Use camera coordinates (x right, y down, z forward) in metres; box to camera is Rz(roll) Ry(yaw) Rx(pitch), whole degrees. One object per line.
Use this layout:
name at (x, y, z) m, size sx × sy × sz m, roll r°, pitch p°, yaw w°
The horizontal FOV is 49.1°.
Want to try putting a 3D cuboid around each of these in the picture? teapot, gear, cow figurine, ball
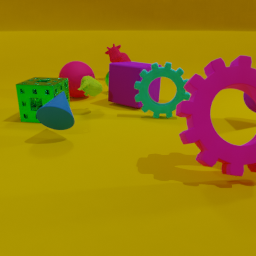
teapot at (-1.108, -1.174, 8.133) m, size 0.668 × 0.526 × 1.074 m, roll 39°, pitch 12°, yaw 15°
gear at (1.856, -0.207, 4.797) m, size 1.994 × 1.994 × 0.369 m, roll -2°, pitch -6°, yaw -4°
cow figurine at (-0.410, -3.346, 13.307) m, size 0.852 × 1.528 × 1.553 m, roll -22°, pitch 26°, yaw 18°
gear at (0.946, -1.034, 7.751) m, size 1.518 × 1.518 × 0.281 m, roll 3°, pitch 19°, yaw 8°
ball at (-1.800, -1.717, 9.893) m, size 1.272 × 1.272 × 1.272 m, roll 0°, pitch 21°, yaw 0°

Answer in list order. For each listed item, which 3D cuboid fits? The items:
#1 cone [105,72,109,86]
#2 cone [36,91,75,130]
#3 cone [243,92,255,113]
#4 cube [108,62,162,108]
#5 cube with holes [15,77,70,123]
cone at (-0.351, -1.552, 10.361) m, size 0.987 × 0.987 × 0.991 m, roll -2°, pitch 39°, yaw -5°
cone at (-1.586, -0.541, 6.498) m, size 0.854 × 0.854 × 0.857 m, roll 2°, pitch 53°, yaw 5°
cone at (3.495, -0.959, 6.969) m, size 0.977 × 0.977 × 0.981 m, roll 4°, pitch -17°, yaw 11°
cube at (0.222, -1.453, 9.128) m, size 1.247 × 1.247 × 1.247 m, roll 16°, pitch 22°, yaw 34°
cube with holes at (-2.323, -0.799, 7.837) m, size 1.041 × 1.041 × 1.041 m, roll 4°, pitch 21°, yaw 9°
